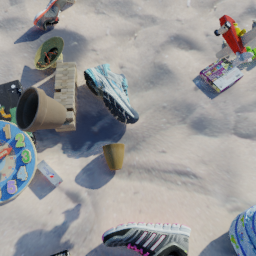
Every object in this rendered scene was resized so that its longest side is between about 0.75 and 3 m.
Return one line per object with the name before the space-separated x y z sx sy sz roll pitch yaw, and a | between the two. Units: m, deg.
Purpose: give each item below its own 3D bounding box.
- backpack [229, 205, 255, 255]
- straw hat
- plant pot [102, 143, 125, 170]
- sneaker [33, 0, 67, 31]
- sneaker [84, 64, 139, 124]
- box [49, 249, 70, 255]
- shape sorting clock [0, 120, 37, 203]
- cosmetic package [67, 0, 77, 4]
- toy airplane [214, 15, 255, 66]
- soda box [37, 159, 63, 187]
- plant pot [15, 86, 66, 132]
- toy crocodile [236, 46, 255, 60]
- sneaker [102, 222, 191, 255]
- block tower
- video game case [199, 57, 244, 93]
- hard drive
backpack | 4.176 3.494 7.968 2.139 2.016 2.622 -18 49 -26
straw hat | -3.096 -2.926 11.650 1.636 0.692 1.636 -13 60 24
plant pot | -0.470 1.026 9.756 0.793 0.793 0.851 -5 75 -3
sneaker | -3.421 -5.203 12.937 0.826 0.778 2.018 42 72 -6
sneaker | -0.414 -1.464 10.738 1.294 1.163 2.998 -34 68 -19
box | -2.309 4.309 8.075 1.409 0.348 1.125 -18 42 -9
shape sorting clock | -4.507 1.105 9.361 2.816 0.552 2.816 1 82 -6
cosmetic package | -2.710 -6.766 13.662 0.688 0.581 1.331 16 65 9
toy airplane | 3.139 -2.446 7.897 0.944 1.331 1.337 -33 46 -31
soda box | -2.704 1.569 9.675 1.009 0.320 0.345 40 70 18
plant pot | -2.536 -0.474 8.424 1.321 1.152 1.321 -10 75 40
toy crocodile | 5.425 -3.214 11.999 1.631 0.504 0.551 -17 65 -3
sneaker | 0.583 3.514 8.319 2.731 1.007 1.195 1 57 -4
block tower | -2.397 -1.314 10.858 0.820 0.766 2.837 -4 64 -3
video game case | 3.871 -2.228 11.598 1.354 0.242 1.227 -34 68 -16
hard drive | -4.710 -0.367 10.513 1.945 0.527 2.784 -19 65 -9
